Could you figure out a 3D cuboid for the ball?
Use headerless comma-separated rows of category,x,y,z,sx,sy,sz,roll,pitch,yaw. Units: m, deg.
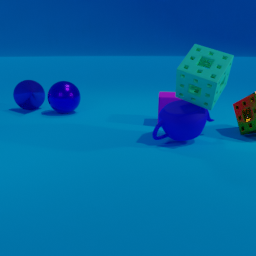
ball,-2.308,-1.112,10.141,1.174,1.174,1.174,0,16,0

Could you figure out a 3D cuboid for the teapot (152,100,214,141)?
teapot,1.449,-0.152,7.111,1.938,0.949,1.205,-20,28,-21

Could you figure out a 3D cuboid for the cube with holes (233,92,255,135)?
cube with holes,3.561,-0.394,7.484,0.909,0.909,0.909,-5,-14,-18

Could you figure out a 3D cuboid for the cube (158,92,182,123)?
cube,1.396,-0.603,8.721,0.899,0.899,0.899,2,17,7

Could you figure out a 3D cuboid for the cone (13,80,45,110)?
cone,-3.565,-1.249,10.239,1.165,1.165,1.169,-7,4,-22

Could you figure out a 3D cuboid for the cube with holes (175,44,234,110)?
cube with holes,1.767,-1.195,6.597,0.943,0.943,0.943,25,63,22
